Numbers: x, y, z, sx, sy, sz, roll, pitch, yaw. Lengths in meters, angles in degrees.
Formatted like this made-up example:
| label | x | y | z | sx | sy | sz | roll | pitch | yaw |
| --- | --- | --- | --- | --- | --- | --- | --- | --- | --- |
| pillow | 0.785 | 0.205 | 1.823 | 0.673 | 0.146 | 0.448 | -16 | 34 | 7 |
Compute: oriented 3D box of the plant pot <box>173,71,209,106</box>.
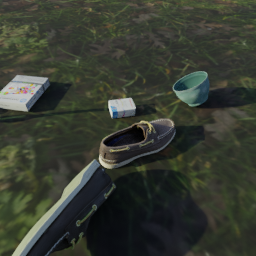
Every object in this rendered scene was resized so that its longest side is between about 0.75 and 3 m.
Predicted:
| label | x | y | z | sx | sy | sz | roll | pitch | yaw |
| --- | --- | --- | --- | --- | --- | --- | --- | --- | --- |
| plant pot | 2.100 | -1.172 | 8.915 | 1.129 | 0.756 | 1.129 | -25 | 25 | 13 |

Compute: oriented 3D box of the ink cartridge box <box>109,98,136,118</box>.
| label | x | y | z | sx | sy | sz | roll | pitch | yaw |
| --- | --- | --- | --- | --- | --- | --- | --- | --- | --- |
| ink cartridge box | -0.186 | -0.624 | 8.739 | 0.752 | 0.318 | 0.543 | -9 | 47 | -11 |

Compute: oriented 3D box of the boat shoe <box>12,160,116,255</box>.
| label | x | y | z | sx | sy | sz | roll | pitch | yaw |
| --- | --- | --- | --- | --- | --- | --- | --- | --- | --- |
| boat shoe | -1.097 | 1.740 | 5.357 | 0.860 | 1.019 | 2.858 | 45 | 40 | -5 |

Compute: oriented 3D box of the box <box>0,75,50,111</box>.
| label | x | y | z | sx | sy | sz | roll | pitch | yaw |
| --- | --- | --- | --- | --- | --- | --- | --- | --- | --- |
| box | -3.551 | -1.202 | 9.407 | 1.246 | 0.329 | 1.598 | 8 | 43 | 12 |

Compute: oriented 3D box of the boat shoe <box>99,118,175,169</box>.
| label | x | y | z | sx | sy | sz | roll | pitch | yaw |
| --- | --- | --- | --- | --- | --- | --- | --- | --- | --- |
| boat shoe | 0.326 | 0.249 | 7.415 | 2.397 | 0.713 | 0.861 | -23 | 50 | -23 |
